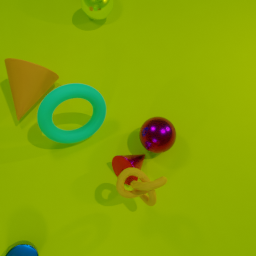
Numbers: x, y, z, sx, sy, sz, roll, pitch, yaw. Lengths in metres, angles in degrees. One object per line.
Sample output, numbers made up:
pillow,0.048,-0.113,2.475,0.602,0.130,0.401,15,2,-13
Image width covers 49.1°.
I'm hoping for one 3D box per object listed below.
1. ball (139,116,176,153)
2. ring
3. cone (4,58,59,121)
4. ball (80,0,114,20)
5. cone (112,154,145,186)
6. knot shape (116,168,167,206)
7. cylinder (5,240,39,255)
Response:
ball,0.819,0.191,7.727,1.021,1.021,1.021,0,69,0
ring,-1.463,-0.346,7.474,1.856,1.856,0.371,-25,45,-9
cone,-2.966,-0.966,8.100,1.560,1.560,1.566,13,84,5
ball,-1.024,-4.149,9.246,1.091,1.091,1.091,0,69,0
cone,0.197,0.953,7.770,0.924,0.924,0.928,45,49,15
knot shape,0.355,1.451,6.688,1.176,1.101,0.544,0,48,12
cylinder,-2.469,3.054,6.494,0.762,0.762,0.762,5,74,-19
